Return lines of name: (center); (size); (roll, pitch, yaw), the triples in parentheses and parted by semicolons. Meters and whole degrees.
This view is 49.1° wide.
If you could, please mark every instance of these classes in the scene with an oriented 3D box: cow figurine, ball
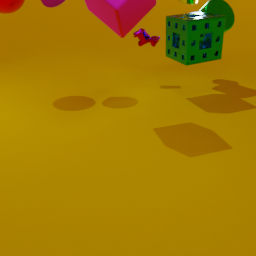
cow figurine: (0.735, -3.480, 10.730); (0.862, 0.876, 0.481); (-25, 30, 16)
ball: (-3.856, -4.247, 8.599); (1.367, 1.367, 1.367); (0, 28, 0)

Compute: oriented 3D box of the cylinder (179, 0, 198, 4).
cylinder: (2.330, -5.178, 10.636); (0.728, 0.728, 0.728); (1, 39, -1)

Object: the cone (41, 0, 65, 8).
cone: (-2.574, -4.688, 8.748); (1.222, 1.217, 1.217); (49, 44, 8)

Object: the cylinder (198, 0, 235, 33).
cylinder: (2.997, -3.824, 10.178); (1.210, 1.210, 1.210); (-12, -5, -21)

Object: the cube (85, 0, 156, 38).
cube: (-0.204, -3.113, 6.362); (1.240, 1.240, 1.240); (43, 86, 10)

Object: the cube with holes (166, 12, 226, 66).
cube with holes: (2.144, -2.960, 9.161); (1.339, 1.339, 1.339); (-14, 31, -18)
